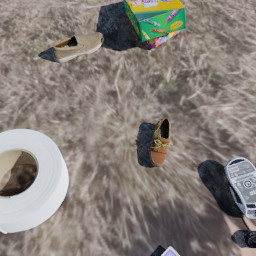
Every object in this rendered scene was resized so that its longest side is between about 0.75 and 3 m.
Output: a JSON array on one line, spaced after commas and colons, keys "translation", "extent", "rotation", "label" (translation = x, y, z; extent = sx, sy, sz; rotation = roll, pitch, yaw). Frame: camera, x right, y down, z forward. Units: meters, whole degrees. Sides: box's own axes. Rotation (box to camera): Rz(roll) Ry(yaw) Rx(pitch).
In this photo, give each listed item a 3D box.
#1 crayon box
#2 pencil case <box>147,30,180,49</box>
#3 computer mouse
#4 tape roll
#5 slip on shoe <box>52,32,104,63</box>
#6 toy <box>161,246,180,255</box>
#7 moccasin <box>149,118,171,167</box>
[{"translation": [0.879, -4.349, 10.298], "extent": [1.635, 0.802, 2.754], "rotation": [-17, 45, -1], "label": "crayon box"}, {"translation": [1.309, -3.479, 10.358], "extent": [1.401, 0.619, 0.619], "rotation": [-36, 64, -22], "label": "pencil case"}, {"translation": [3.161, 1.827, 7.080], "extent": [1.250, 0.500, 2.280], "rotation": [-15, 65, -4], "label": "computer mouse"}, {"translation": [-2.835, 1.295, 7.148], "extent": [2.521, 0.882, 2.521], "rotation": [0, 58, 0], "label": "tape roll"}, {"translation": [-1.774, -3.034, 10.047], "extent": [2.007, 0.608, 0.763], "rotation": [-26, 61, -15], "label": "slip on shoe"}, {"translation": [1.362, 3.976, 5.601], "extent": [1.588, 0.651, 2.758], "rotation": [-39, 65, -21], "label": "toy"}, {"translation": [0.949, 0.390, 7.877], "extent": [0.542, 0.572, 1.481], "rotation": [21, 61, -2], "label": "moccasin"}]
